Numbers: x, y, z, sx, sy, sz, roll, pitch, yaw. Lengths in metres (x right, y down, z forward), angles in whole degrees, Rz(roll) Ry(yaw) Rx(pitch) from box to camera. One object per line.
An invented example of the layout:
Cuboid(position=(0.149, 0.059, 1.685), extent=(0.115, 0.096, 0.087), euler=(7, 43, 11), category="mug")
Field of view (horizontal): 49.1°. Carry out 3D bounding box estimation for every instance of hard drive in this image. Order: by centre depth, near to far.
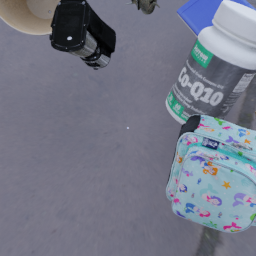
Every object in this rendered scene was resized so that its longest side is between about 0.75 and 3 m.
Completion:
Cuboid(position=(2.613, -3.073, 7.912), extent=(1.547, 0.297, 2.345), euler=(-35, 59, 12), category="hard drive")

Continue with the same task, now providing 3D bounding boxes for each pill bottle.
Cuboid(position=(1.863, -1.212, 5.837), extent=(1.373, 2.428, 1.373), euler=(15, 37, -11), category="pill bottle")

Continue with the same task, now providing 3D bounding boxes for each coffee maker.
Cuboid(position=(-0.819, -2.074, 5.931), extent=(0.971, 1.442, 1.385), euler=(32, 98, 16), category="coffee maker")

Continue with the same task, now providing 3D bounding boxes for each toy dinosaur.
Cuboid(position=(0.319, -1.949, 4.389), extent=(0.302, 0.401, 0.784), euler=(0, 41, -42), category="toy dinosaur")

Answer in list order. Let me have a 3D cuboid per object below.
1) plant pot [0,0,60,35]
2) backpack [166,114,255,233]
Cuboid(position=(-1.996, -3.072, 6.402), extent=(1.947, 1.947, 1.307), euler=(-7, 13, -4), category="plant pot")
Cuboid(position=(1.542, 0.751, 4.313), extent=(1.760, 1.563, 1.325), euler=(15, 35, 11), category="backpack")
